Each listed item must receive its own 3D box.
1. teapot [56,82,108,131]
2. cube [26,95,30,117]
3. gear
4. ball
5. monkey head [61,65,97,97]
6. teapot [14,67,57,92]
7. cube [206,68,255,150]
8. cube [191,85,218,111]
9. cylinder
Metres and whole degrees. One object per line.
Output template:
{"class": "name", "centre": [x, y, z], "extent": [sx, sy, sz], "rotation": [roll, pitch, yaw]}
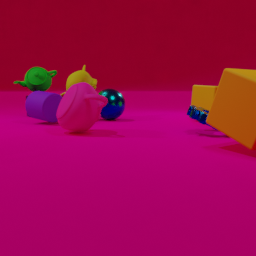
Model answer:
{"class": "teapot", "centre": [-1.077, -0.404, 6.462], "extent": [0.909, 1.154, 1.856], "rotation": [29, -30, -29]}
{"class": "cube", "centre": [-3.163, -0.788, 10.042], "extent": [0.751, 0.751, 0.751], "rotation": [-6, 10, -36]}
{"class": "gear", "centre": [1.925, -0.189, 6.275], "extent": [1.202, 0.222, 1.202], "rotation": [19, 14, -5]}
{"class": "ball", "centre": [-0.581, -0.748, 8.862], "extent": [0.998, 0.998, 0.998], "rotation": [0, 8, 0]}
{"class": "monkey head", "centre": [-1.533, -1.278, 8.964], "extent": [0.887, 1.471, 1.058], "rotation": [30, -29, -1]}
{"class": "teapot", "centre": [-3.102, -1.663, 9.481], "extent": [1.444, 0.898, 0.707], "rotation": [-21, -11, -15]}
{"class": "cube", "centre": [2.057, -0.338, 4.517], "extent": [0.971, 0.971, 0.971], "rotation": [-5, 30, -34]}
{"class": "cube", "centre": [2.620, -0.751, 8.459], "extent": [1.013, 1.013, 1.013], "rotation": [-1, 11, -25]}
{"class": "cylinder", "centre": [-2.353, -0.617, 8.007], "extent": [0.819, 0.819, 0.819], "rotation": [12, 14, 35]}
